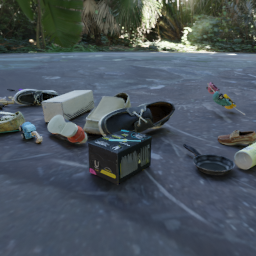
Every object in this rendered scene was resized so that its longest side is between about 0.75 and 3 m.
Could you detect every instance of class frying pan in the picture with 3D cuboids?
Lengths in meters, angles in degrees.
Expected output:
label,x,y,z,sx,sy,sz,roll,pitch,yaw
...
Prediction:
label,x,y,z,sx,sy,sz,roll,pitch,yaw
frying pan,1.768,0.788,6.756,1.553,0.253,0.939,14,23,41

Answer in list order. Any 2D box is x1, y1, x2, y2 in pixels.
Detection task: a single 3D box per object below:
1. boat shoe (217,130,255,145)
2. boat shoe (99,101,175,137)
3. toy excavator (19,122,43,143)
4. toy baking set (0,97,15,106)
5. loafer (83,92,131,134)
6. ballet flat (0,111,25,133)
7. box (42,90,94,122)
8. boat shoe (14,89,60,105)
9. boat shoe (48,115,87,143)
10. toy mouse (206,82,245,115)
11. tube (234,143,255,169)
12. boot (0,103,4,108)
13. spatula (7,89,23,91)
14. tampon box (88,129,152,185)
label,x,y,z,sx,sy,sz,roll,pitch,yaw
boat shoe,3.099,0.236,7.973,1.066,0.383,0.404,-3,25,24
boat shoe,0.315,-0.328,8.593,2.659,0.955,0.899,-13,-11,-35
toy excavator,-2.868,0.142,8.339,0.380,0.740,0.761,-17,-3,-42
toy baking set,-5.618,-1.239,12.780,1.771,0.206,1.360,-3,17,1
loafer,-0.662,-0.563,9.547,1.098,0.990,2.901,6,20,16
ballet flat,-4.266,-0.106,8.678,2.131,0.753,0.753,-15,24,-37
box,-2.224,-0.887,10.783,0.926,0.771,2.254,2,19,23
boat shoe,-3.979,-1.364,12.386,1.955,0.691,0.622,-9,19,-30
boat shoe,-1.869,0.050,8.501,1.769,0.630,0.553,18,-16,48
toy mouse,3.539,-1.297,11.091,1.733,0.377,1.950,21,32,-38
tube,3.336,0.602,7.071,1.778,0.516,0.462,-15,-19,-40
boot,-5.504,-0.881,11.573,0.755,0.300,0.868,-14,21,-33
spatula,-6.154,-2.084,15.413,1.006,0.103,0.284,1,19,4
tampon box,-0.166,0.616,6.432,0.909,0.766,1.213,15,24,38
